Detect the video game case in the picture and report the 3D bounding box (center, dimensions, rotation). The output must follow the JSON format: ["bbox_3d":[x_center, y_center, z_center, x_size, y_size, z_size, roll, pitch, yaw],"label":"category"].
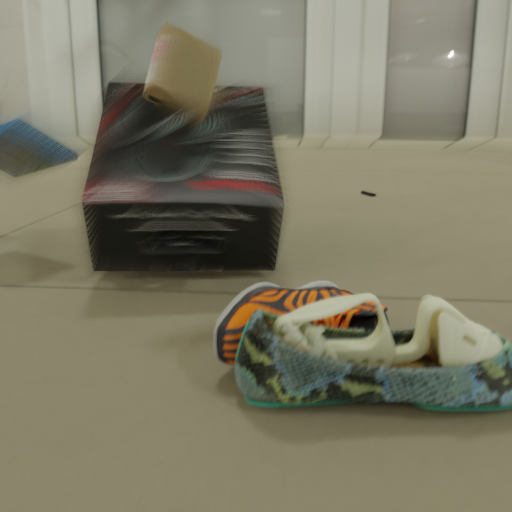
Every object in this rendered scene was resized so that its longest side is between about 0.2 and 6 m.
[{"bbox_3d":[-4.036,-1.776,9.456,1.678,0.149,1.201,-7,-23,31],"label":"video game case"}]

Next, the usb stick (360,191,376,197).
[{"bbox_3d":[3.206,-1.776,16.025,0.175,0.103,0.630,-6,16,-19],"label":"usb stick"}]

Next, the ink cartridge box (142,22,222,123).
[{"bbox_3d":[-0.934,-2.324,7.140,0.823,0.999,0.375,20,-25,-25],"label":"ink cartridge box"}]

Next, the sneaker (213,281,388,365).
[{"bbox_3d":[0.605,0.695,5.593,2.029,0.787,1.137,-14,19,-42],"label":"sneaker"}]

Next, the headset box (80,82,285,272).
[{"bbox_3d":[-1.093,-1.227,8.752,2.707,1.405,3.638,0,43,-6],"label":"headset box"}]

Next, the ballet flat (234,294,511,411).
[{"bbox_3d":[1.230,0.805,4.867,2.825,1.049,1.049,-1,15,-5],"label":"ballet flat"}]
